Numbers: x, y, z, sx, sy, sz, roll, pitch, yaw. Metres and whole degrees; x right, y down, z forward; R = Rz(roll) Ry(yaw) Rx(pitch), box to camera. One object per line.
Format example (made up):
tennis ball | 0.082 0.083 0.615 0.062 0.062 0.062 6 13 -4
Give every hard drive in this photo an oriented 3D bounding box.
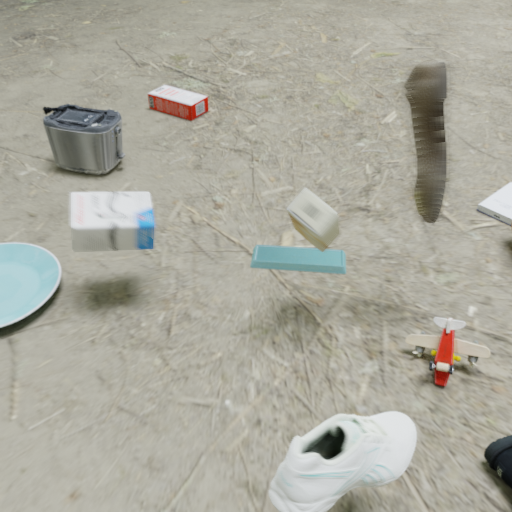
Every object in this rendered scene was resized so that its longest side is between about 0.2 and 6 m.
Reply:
hard drive | 5.832 -1.180 12.718 1.449 0.184 0.956 -29 47 -32

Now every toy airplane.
toy airplane | 3.038 1.462 8.939 0.984 0.697 0.988 -36 58 5

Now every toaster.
toaster | -4.306 -2.888 13.922 2.134 1.379 1.213 9 38 11

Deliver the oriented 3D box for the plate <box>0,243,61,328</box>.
plate | -4.873 0.609 10.337 2.512 0.321 2.512 1 39 0

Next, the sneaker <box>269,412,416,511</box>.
sneaker | 1.051 2.010 5.838 1.991 0.798 0.700 -11 34 -38

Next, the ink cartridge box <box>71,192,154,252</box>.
ink cartridge box | -2.443 -0.594 9.492 1.326 0.559 0.968 -2 44 -16

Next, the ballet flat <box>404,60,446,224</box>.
ballet flat | 2.492 -1.629 8.284 0.559 2.412 0.813 4 29 25

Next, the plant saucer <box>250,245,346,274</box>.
plant saucer | 0.848 0.045 11.180 1.889 0.179 0.660 3 38 5

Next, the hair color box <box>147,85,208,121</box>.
hair color box | -2.346 -4.617 16.840 1.669 0.511 0.847 23 44 25

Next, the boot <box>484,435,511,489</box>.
boot | 4.089 2.871 7.102 1.831 0.699 1.539 -15 36 -8

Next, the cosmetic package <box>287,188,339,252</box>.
cosmetic package | 0.899 -0.524 8.645 0.656 1.247 0.443 41 88 16
